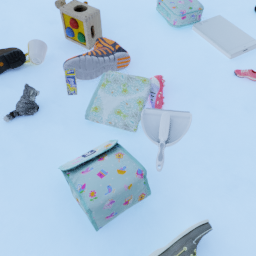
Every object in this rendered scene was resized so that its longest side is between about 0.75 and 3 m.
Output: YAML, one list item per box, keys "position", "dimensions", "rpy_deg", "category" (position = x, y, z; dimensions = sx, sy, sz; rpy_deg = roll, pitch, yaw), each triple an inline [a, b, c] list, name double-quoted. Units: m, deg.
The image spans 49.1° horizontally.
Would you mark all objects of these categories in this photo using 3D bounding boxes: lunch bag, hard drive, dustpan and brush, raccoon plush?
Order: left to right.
- position: [-3.421, -0.781, 8.979]
  dimensions: [0.661, 0.916, 1.367]
  rpy_deg: [32, 59, 22]
  category: "raccoon plush"
- position: [-0.683, 1.223, 7.253]
  dimensions: [1.760, 1.260, 2.066]
  rpy_deg: [-29, 45, -17]
  category: "lunch bag"
- position: [0.783, 0.212, 6.169]
  dimensions: [1.171, 0.480, 1.678]
  rpy_deg: [6, 65, 10]
  category: "dustpan and brush"
- position: [2.239, -5.391, 12.616]
  dimensions: [1.664, 0.800, 2.074]
  rpy_deg: [-20, 55, -12]
  category: "lunch bag"
- position: [4.058, -3.866, 11.749]
  dimensions: [1.565, 0.312, 2.373]
  rpy_deg: [-25, 57, -18]
  category: "hard drive"

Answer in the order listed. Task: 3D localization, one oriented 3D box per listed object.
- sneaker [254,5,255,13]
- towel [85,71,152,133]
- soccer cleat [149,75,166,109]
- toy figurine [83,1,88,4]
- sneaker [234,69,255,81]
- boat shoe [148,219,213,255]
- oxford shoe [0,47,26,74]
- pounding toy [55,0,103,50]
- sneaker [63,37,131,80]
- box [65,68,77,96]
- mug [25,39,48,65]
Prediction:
- position: [6.235, -5.470, 12.923]
  dimensions: [0.933, 0.390, 0.563]
  rpy_deg: [33, 54, 32]
  category: "sneaker"
- position: [-0.276, -0.943, 9.196]
  dimensions: [1.749, 0.492, 2.044]
  rpy_deg: [13, 64, 14]
  category: "towel"
- position: [0.920, -1.171, 9.610]
  dimensions: [0.620, 0.541, 1.623]
  rpy_deg: [-9, 52, 27]
  category: "soccer cleat"
- position: [-2.024, -5.141, 12.486]
  dimensions: [1.002, 0.697, 0.986]
  rpy_deg: [-23, 56, -16]
  category: "toy figurine"
- position: [4.390, -2.053, 10.293]
  dimensions: [0.914, 0.396, 0.337]
  rpy_deg: [19, 55, 15]
  category: "sneaker"
- position: [1.188, 2.811, 6.374]
  dimensions: [1.972, 0.705, 0.590]
  rpy_deg: [-30, 58, -14]
  category: "boat shoe"
- position: [-4.994, -2.466, 10.472]
  dimensions: [2.228, 0.810, 0.941]
  rpy_deg: [-19, 41, -19]
  category: "oxford shoe"
- position: [-2.240, -4.501, 11.180]
  dimensions: [2.232, 1.961, 1.021]
  rpy_deg: [30, 58, 21]
  category: "pounding toy"
- position: [-1.288, -2.638, 10.511]
  dimensions: [2.551, 0.990, 1.429]
  rpy_deg: [-13, 49, -23]
  category: "sneaker"
- position: [-1.447, -1.166, 7.138]
  dimensions: [0.267, 0.763, 0.245]
  rpy_deg: [-5, 57, -9]
  category: "box"
- position: [-3.541, -2.806, 10.803]
  dimensions: [0.757, 0.945, 0.776]
  rpy_deg: [13, 56, -31]
  category: "mug"
